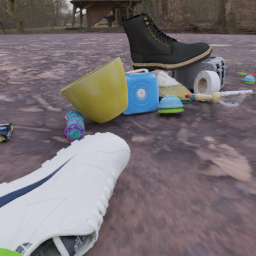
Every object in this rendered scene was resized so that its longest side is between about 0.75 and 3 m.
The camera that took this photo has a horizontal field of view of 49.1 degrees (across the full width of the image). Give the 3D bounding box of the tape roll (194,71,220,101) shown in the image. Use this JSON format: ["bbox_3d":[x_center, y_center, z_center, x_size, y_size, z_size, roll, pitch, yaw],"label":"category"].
[{"bbox_3d":[2.569,-1.379,9.175,0.342,0.977,0.977,-1,21,-23],"label":"tape roll"}]

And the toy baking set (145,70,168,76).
[{"bbox_3d":[1.077,-2.591,13.339,1.454,0.220,1.894,-2,22,-13],"label":"toy baking set"}]

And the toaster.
[{"bbox_3d":[2.636,-2.064,10.684,1.990,1.181,1.800,12,24,27],"label":"toaster"}]

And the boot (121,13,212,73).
[{"bbox_3d":[1.151,-2.966,9.247,2.869,1.984,1.111,-4,34,29],"label":"boot"}]

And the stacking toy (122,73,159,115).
[{"bbox_3d":[0.009,-1.140,8.842,1.227,1.160,2.114,-9,12,-20],"label":"stacking toy"}]

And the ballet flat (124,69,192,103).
[{"bbox_3d":[0.823,-1.507,9.594,2.944,1.041,1.041,11,25,25],"label":"ballet flat"}]

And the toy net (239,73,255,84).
[{"bbox_3d":[5.707,-2.122,12.040,1.664,0.321,0.873,1,19,-2],"label":"toy net"}]

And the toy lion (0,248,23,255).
[{"bbox_3d":[-0.904,1.648,1.853,1.648,0.590,1.719,-3,45,-15],"label":"toy lion"}]

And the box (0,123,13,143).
[{"bbox_3d":[-3.220,0.133,6.530,0.918,0.211,0.730,-4,22,-10],"label":"box"}]

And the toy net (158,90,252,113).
[{"bbox_3d":[2.110,-0.736,7.769,2.486,0.480,1.304,-1,7,28],"label":"toy net"}]

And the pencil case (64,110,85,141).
[{"bbox_3d":[-1.293,-0.075,6.749,0.478,0.440,1.033,11,18,-16],"label":"pencil case"}]

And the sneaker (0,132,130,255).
[{"bbox_3d":[-0.690,0.985,3.631,1.134,1.077,2.818,24,35,25],"label":"sneaker"}]

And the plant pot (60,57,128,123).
[{"bbox_3d":[-0.663,-0.850,7.142,1.697,1.204,1.697,-28,15,8],"label":"plant pot"}]
